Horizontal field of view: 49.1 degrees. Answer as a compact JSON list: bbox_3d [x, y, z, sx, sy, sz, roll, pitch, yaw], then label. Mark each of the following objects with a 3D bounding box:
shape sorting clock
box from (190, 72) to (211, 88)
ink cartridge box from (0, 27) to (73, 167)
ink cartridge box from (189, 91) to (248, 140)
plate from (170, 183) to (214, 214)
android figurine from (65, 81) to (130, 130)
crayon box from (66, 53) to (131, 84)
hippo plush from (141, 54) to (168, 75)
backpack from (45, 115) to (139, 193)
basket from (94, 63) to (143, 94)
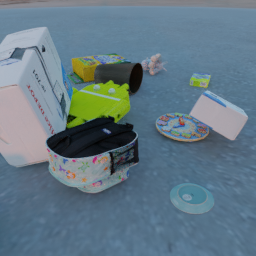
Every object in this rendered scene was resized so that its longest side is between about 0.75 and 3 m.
[{"bbox_3d":[1.623,-0.072,8.407,1.582,0.310,1.582,0,29,0],"label":"shape sorting clock"},{"bbox_3d":[3.164,-2.122,12.209,0.749,0.293,1.228,11,31,17],"label":"box"},{"bbox_3d":[-2.477,-0.880,7.128,1.286,2.193,2.995,-12,40,5],"label":"ink cartridge box"},{"bbox_3d":[2.426,-0.402,7.530,1.240,0.727,1.693,31,19,11],"label":"ink cartridge box"},{"bbox_3d":[1.339,1.424,5.861,0.918,0.117,0.918,1,29,0],"label":"plate"},{"bbox_3d":[-1.145,-0.722,8.847,2.671,0.603,2.935,19,44,36],"label":"android figurine"},{"bbox_3d":[-1.450,-2.837,13.072,2.761,0.712,1.736,-14,32,-24],"label":"crayon box"},{"bbox_3d":[1.158,-3.137,13.377,1.198,0.954,0.963,-25,38,-37],"label":"hippo plush"},{"bbox_3d":[-0.835,0.579,6.098,1.792,1.349,1.591,-16,29,-40],"label":"backpack"},{"bbox_3d":[-0.428,-2.054,11.279,1.668,1.135,1.504,8,39,22],"label":"basket"}]
